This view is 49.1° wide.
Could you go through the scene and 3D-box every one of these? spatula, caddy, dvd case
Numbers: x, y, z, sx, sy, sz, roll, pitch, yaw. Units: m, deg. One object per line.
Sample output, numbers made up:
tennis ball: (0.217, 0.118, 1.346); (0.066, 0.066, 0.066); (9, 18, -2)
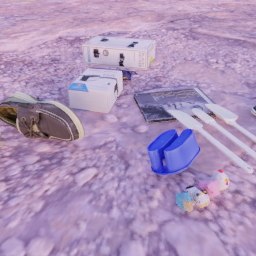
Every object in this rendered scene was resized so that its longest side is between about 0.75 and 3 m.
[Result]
spatula: (2.467, 0.094, 6.939); (1.866, 0.216, 2.684); (-5, 34, -32)
caddy: (1.020, 0.550, 6.184); (0.932, 0.692, 1.318); (-4, 24, 42)
dvd case: (1.488, -0.746, 8.687); (2.333, 0.186, 1.735); (-6, 32, -10)

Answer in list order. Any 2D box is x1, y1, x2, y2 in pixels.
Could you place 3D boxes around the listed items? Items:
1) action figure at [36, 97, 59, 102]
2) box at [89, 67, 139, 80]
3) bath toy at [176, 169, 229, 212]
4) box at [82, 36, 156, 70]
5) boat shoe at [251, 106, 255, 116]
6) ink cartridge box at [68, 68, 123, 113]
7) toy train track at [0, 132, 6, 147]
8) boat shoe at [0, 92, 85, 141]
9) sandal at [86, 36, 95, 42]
action figure: (-2.415, -0.620, 8.317); (1.125, 0.390, 0.732); (22, 32, 26)
box: (-0.494, -1.941, 10.108); (1.643, 0.266, 0.995); (5, 3, 11)
bath toy: (1.505, 1.167, 5.383); (1.245, 0.460, 0.541); (-20, 37, -30)
box: (-0.342, -3.293, 12.116); (2.833, 0.852, 1.652); (8, 33, 13)
boat shoe: (4.506, -0.616, 8.116); (1.871, 0.582, 0.698); (-3, 34, -1)
ink cartridge box: (-0.983, -1.253, 8.965); (1.266, 0.730, 1.745); (7, 33, 11)
toy train track: (-3.289, 0.629, 6.442); (0.779, 0.221, 1.359); (1, 41, 12)
boat shoe: (-2.341, -0.164, 7.054); (2.967, 1.060, 0.975); (20, 43, 36)
sandal: (-1.687, -4.611, 14.634); (1.266, 0.417, 0.464); (24, 39, 33)
